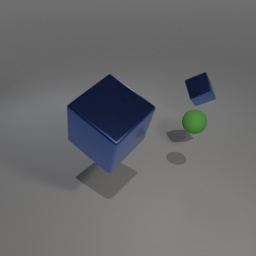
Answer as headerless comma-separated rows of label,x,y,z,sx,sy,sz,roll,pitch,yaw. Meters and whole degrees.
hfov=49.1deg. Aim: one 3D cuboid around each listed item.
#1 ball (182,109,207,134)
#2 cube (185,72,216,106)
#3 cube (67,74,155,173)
ball,1.885,-0.178,7.938,0.700,0.700,0.700,0,29,0
cube,2.287,-1.210,8.842,0.700,0.700,0.700,-20,68,21
cube,-0.435,-0.092,6.556,1.400,1.400,1.400,38,58,15
